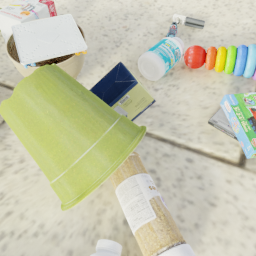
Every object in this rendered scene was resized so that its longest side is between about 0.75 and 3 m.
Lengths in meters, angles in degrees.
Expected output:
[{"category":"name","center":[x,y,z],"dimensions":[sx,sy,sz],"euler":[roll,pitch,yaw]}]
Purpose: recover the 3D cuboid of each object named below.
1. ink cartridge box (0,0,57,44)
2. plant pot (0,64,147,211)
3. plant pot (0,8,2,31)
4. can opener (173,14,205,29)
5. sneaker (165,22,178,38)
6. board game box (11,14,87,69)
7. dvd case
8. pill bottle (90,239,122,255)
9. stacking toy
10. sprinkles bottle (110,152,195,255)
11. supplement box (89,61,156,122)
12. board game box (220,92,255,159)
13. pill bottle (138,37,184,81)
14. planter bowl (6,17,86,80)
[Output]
[{"category":"ink cartridge box","center":[-3.461,-3.671,9.807],"dimensions":[1.217,1.211,1.674],"euler":[23,53,18]},{"category":"plant pot","center":[-1.199,0.004,5.457],"dimensions":[2.168,2.283,2.283],"euler":[46,58,-6]},{"category":"plant pot","center":[-4.424,-3.941,10.375],"dimensions":[0.926,0.866,0.866],"euler":[11,49,-8]},{"category":"can opener","center":[2.330,-4.139,10.779],"dimensions":[1.286,0.338,0.427],"euler":[23,53,18]},{"category":"sneaker","center":[1.577,-3.498,10.138],"dimensions":[0.399,0.481,1.006],"euler":[10,50,8]},{"category":"board game box","center":[-2.094,-2.339,7.414],"dimensions":[1.671,0.216,1.672],"euler":[-18,56,-13]},{"category":"dvd case","center":[2.925,-0.278,7.610],"dimensions":[0.973,0.160,1.294],"euler":[35,58,25]},{"category":"pill bottle","center":[-0.453,2.589,4.850],"dimensions":[0.645,0.645,1.151],"euler":[10,50,9]},{"category":"stacking toy","center":[3.085,-2.103,8.628],"dimensions":[2.704,1.154,1.154],"euler":[8,50,13]},{"category":"sprinkles bottle","center":[0.356,1.640,5.509],"dimensions":[0.860,0.860,2.519],"euler":[-18,52,-15]},{"category":"supplement box","center":[-0.149,-0.759,6.911],"dimensions":[1.163,1.162,0.781],"euler":[-40,57,10]},{"category":"board game box","center":[3.832,-0.190,7.214],"dimensions":[2.351,0.430,1.778],"euler":[-5,53,-11]},{"category":"pill bottle","center":[1.107,-2.249,8.795],"dimensions":[0.904,0.904,1.632],"euler":[30,56,23]},{"category":"planter bowl","center":[-2.230,-1.976,8.179],"dimensions":[2.139,1.440,2.139],"euler":[0,55,0]}]
